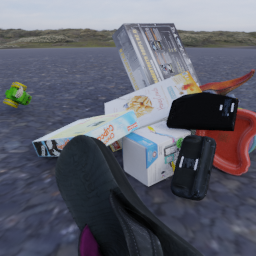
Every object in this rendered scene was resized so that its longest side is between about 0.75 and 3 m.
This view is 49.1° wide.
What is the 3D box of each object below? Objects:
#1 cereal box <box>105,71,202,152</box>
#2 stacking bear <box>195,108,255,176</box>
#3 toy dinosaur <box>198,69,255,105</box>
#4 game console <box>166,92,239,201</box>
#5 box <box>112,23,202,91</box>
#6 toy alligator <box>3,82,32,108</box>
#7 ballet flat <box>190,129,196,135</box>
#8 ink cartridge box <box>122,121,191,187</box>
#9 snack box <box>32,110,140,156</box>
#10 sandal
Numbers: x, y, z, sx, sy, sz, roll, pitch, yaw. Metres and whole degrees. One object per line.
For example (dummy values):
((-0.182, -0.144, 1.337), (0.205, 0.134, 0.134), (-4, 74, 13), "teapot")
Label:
((0.585, -0.467, 6.778), (2.369, 0.468, 1.704), (-21, 33, 8), "cereal box")
((2.422, 0.080, 6.197), (1.182, 1.262, 2.079), (19, 18, 33), "stacking bear")
((1.981, -0.944, 7.510), (1.933, 2.131, 1.119), (26, 25, 15), "toy dinosaur")
((1.160, 0.227, 4.877), (1.201, 0.245, 2.036), (3, 61, 33), "game console")
((1.091, -1.892, 9.034), (2.371, 2.994, 0.724), (-19, -7, -38), "box")
((-3.375, -0.975, 8.868), (0.694, 0.758, 2.557), (27, -8, -31), "toy alligator")
((1.881, -0.019, 7.363), (0.475, 0.475, 1.324), (3, 19, 9), "ballet flat")
((0.552, 0.447, 5.383), (1.080, 0.792, 0.789), (-18, 26, -31), "ink cartridge box")
((-0.921, 0.139, 5.618), (1.248, 0.398, 2.148), (-29, 14, -37), "snack box")
((-0.129, 1.078, 2.566), (0.646, 1.014, 2.699), (16, 22, -49), "sandal")
